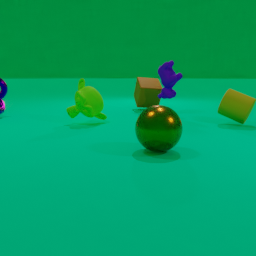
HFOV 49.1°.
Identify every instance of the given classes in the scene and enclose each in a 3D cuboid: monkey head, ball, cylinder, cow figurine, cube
[{"bbox_3d":[-1.154,-0.646,7.581,0.935,1.300,0.783,-26,10,30],"label":"monkey head"},{"bbox_3d":[0.526,0.012,4.818,0.811,0.811,0.811,0,11,0],"label":"ball"},{"bbox_3d":[2.839,-0.566,7.332,0.718,0.718,0.718,29,23,24],"label":"cylinder"},{"bbox_3d":[1.266,-1.521,9.185,0.608,1.108,1.090,-25,-8,-39],"label":"cow figurine"},{"bbox_3d":[0.742,-1.326,10.541,0.844,0.844,0.844,2,37,-11],"label":"cube"}]

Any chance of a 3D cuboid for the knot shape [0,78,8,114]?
[{"bbox_3d":[-4.025,-0.973,8.460,0.572,1.159,1.239,-13,-2,-38],"label":"knot shape"}]
